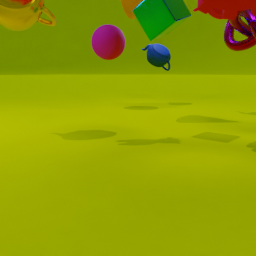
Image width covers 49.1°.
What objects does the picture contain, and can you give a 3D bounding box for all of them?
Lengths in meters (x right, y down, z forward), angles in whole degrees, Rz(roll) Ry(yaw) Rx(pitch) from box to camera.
[{"bbox_3d":[1.829,-2.659,4.376,2.044,0.378,2.044,7,-27,4],"label":"gear"},{"bbox_3d":[-0.740,-3.229,10.570,1.283,1.283,1.283,0,12,0],"label":"ball"},{"bbox_3d":[2.942,-4.036,8.776,1.907,1.186,0.934,-16,23,25],"label":"teapot"},{"bbox_3d":[-2.459,-2.608,5.916,1.919,1.193,0.940,17,-22,-12],"label":"teapot"},{"bbox_3d":[1.233,-3.107,12.122,1.072,0.844,1.724,-25,65,-41],"label":"teapot"},{"bbox_3d":[0.692,-2.341,5.705,0.724,0.724,0.724,-26,8,47],"label":"cube"},{"bbox_3d":[0.772,-3.812,7.489,1.569,1.563,1.563,4,12,23],"label":"cone"},{"bbox_3d":[2.745,-2.287,6.183,0.712,1.442,1.541,-40,57,-7],"label":"knot shape"}]
